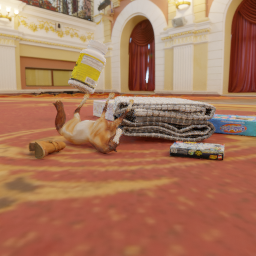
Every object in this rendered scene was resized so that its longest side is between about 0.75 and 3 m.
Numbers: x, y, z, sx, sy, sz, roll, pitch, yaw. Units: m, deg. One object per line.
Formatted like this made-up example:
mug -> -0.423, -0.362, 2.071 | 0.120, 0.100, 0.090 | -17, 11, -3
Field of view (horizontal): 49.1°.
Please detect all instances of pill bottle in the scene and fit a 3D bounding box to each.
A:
pill bottle -> -1.647, -2.636, 12.056 | 1.173, 2.108, 1.173 | 22, -5, 2

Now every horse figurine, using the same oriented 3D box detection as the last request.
horse figurine -> -0.935, -0.126, 6.672 | 2.407, 1.595, 0.601 | 4, -32, 31

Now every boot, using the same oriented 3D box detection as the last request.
boot -> -1.583, 0.425, 5.700 | 0.670, 0.331, 0.863 | 0, 0, -33

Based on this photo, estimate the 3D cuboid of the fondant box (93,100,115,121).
fondant box -> -0.287, -0.887, 13.106 | 1.975, 0.797, 2.737 | -4, 8, -24

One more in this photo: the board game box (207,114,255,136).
board game box -> 3.443, -0.108, 8.741 | 2.000, 0.450, 1.521 | 6, 10, 35

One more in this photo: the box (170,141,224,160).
box -> 1.411, 0.448, 5.674 | 1.021, 0.204, 0.699 | 3, 8, 20

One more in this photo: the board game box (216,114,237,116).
board game box -> 3.295, -0.340, 10.936 | 1.766, 0.304, 1.196 | 3, 9, 21

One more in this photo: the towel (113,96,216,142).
towel -> 0.837, -0.256, 7.779 | 2.545, 1.089, 2.107 | 1, 9, -6
